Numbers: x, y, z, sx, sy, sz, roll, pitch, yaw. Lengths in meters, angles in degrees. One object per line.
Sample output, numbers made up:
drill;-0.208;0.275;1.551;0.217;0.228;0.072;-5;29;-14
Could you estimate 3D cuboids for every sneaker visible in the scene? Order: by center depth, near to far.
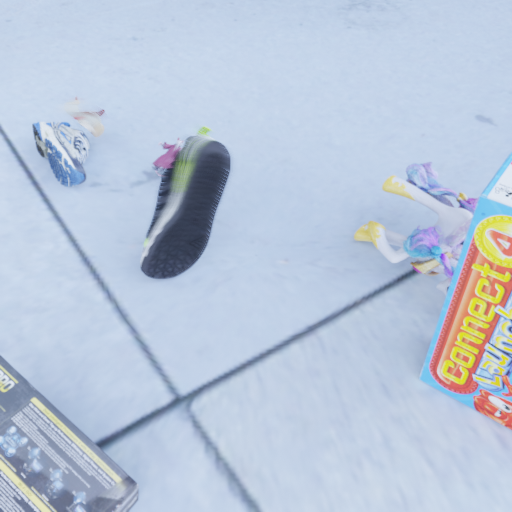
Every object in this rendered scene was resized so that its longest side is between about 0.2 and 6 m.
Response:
sneaker;-1.150;-0.809;8.862;0.892;2.487;1.030;18;18;-37
sneaker;-3.735;-2.168;11.201;0.929;0.840;2.181;-20;47;-27

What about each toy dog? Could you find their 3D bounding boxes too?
toy dog;-3.356;-2.852;11.216;0.756;1.146;0.552;39;88;-9

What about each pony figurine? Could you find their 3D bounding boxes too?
pony figurine;3.114;-0.401;8.755;2.473;2.134;2.562;-45;57;1

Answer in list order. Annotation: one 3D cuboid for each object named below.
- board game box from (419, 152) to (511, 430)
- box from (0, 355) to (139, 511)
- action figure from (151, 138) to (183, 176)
board game box;3.710;0.941;6.041;3.215;3.283;0.918;26;51;26
box;-2.970;2.455;5.955;2.702;0.664;2.178;35;54;16
action figure;-1.630;-1.933;10.881;0.537;0.597;0.802;31;75;14
